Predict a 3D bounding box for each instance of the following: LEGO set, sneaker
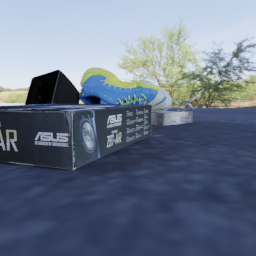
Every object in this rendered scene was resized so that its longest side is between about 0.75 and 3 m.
[{"bbox_3d":[2.241,-0.784,10.342,1.455,0.357,1.087,-39,-5,-37],"label":"LEGO set"},{"bbox_3d":[-0.140,-0.689,7.526,2.559,1.344,0.969,17,-39,1],"label":"sneaker"}]

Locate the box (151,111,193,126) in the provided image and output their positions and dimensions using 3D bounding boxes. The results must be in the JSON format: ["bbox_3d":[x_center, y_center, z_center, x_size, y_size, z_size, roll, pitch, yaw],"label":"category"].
[{"bbox_3d":[1.074,-0.338,8.837,1.282,0.391,1.618,4,7,44],"label":"box"}]

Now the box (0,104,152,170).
[{"bbox_3d":[-0.972,-0.042,4.017,2.037,0.553,2.542,2,7,22],"label":"box"}]

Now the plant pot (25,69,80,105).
[{"bbox_3d":[-1.864,-0.685,7.190,1.105,1.107,0.982,-7,-24,36],"label":"plant pot"}]
